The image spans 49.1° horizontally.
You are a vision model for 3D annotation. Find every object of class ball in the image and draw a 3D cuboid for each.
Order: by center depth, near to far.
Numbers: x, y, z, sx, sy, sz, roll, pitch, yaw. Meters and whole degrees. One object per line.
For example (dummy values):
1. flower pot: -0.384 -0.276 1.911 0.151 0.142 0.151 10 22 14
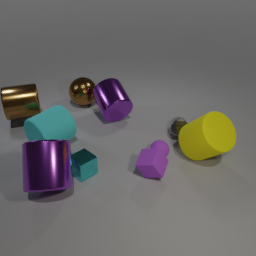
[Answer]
1. ball: 1.137 0.775 10.089 0.700 0.700 0.700 0 30 0
2. ball: -2.195 -1.788 13.723 1.400 1.400 1.400 0 30 0

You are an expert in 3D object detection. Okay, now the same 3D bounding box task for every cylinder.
1. cylinder: -2.373 1.119 8.274 1.400 1.400 1.400 -5 -9 -1
2. cylinder: 2.702 0.307 9.650 1.400 1.400 1.400 -20 -8 -30
3. cylinder: -2.908 0.038 10.534 1.400 1.400 1.400 23 42 34
4. cylinder: 2.057 -0.057 11.268 0.700 0.700 0.700 3 12 6
5. cylinder: -4.511 -1.117 11.897 1.400 1.400 1.400 -10 32 -15
6. cylinder: -0.681 -1.227 12.355 1.400 1.400 1.400 -14 58 -23

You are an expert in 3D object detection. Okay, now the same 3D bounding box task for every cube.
1. cube: 0.782 1.127 9.042 0.700 0.700 0.700 -8 43 37
2. cube: -1.493 1.219 9.308 0.700 0.700 0.700 -27 41 -37
